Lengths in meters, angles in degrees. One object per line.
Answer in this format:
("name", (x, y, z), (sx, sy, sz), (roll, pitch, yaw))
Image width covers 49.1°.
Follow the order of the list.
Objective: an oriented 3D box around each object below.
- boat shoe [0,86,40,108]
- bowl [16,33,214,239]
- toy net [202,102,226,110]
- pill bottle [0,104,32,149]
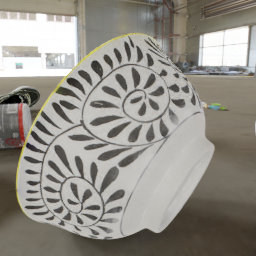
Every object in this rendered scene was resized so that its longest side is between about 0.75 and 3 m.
("boat shoe", (-4.420, -1.020, 11.245), (0.901, 1.000, 2.829), (6, 22, 26))
("bowl", (0.173, 0.361, 3.118), (1.154, 2.459, 2.459), (33, 27, 23))
("toy net", (3.750, -1.033, 12.673), (0.704, 0.259, 1.341), (-7, 14, -26))
("pill bottle", (-3.224, -0.010, 6.551), (1.797, 1.041, 1.041), (-5, 14, -14))
